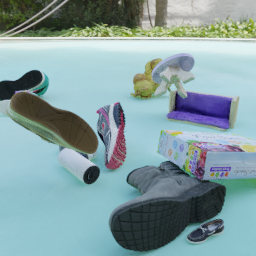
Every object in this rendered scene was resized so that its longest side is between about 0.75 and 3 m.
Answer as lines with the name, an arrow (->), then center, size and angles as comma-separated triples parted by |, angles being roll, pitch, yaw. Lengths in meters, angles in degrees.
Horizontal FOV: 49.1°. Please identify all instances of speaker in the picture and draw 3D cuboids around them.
speaker -> -1.221, 0.919, 6.868 | 0.501, 0.501, 1.233 | -17, 27, -37

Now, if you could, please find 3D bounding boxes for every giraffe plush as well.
giraffe plush -> 0.957, -2.135, 13.557 | 1.754, 1.866, 2.163 | -21, 64, -21

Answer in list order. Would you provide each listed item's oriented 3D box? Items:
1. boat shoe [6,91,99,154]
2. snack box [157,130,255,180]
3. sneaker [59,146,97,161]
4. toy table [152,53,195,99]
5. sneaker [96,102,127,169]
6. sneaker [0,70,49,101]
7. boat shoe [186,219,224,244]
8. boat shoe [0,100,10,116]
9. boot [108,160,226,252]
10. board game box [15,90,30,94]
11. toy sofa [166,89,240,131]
boat shoe -> -1.537, -0.012, 5.837 | 1.994, 0.648, 0.719 | 30, 54, -23
snack box -> 2.240, 0.588, 6.622 | 2.538, 0.672, 1.805 | 3, 10, -25
sneaker -> -1.429, 0.635, 7.799 | 1.293, 0.482, 0.563 | 24, 20, 32
toy table -> 1.618, -1.820, 9.981 | 1.548, 1.684, 0.986 | 23, 50, -32
sneaker -> -0.478, 0.226, 7.639 | 0.758, 0.818, 2.030 | -12, 50, 13
sneaker -> -4.923, -1.978, 13.413 | 2.707, 1.132, 1.634 | -17, -2, 11
boat shoe -> 1.382, 1.814, 4.959 | 0.776, 0.234, 0.287 | -8, 23, -20
boat shoe -> -4.224, -0.815, 11.163 | 1.788, 0.644, 0.613 | -2, 10, -1
boot -> 0.465, 1.351, 5.526 | 2.662, 0.901, 1.739 | -6, 16, -35
board game box -> -4.458, -1.175, 12.018 | 0.622, 0.611, 1.186 | -9, 23, -21
toy sofa -> 2.704, -0.734, 10.333 | 2.499, 1.035, 1.219 | 13, 24, 30
